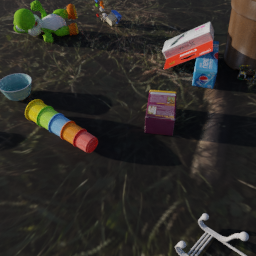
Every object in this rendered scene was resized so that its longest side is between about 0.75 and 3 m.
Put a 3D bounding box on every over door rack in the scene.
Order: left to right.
[{"bbox_3d":[1.858,2.853,4.938,2.454,0.817,1.813,35,55,30],"label":"over door rack"}]

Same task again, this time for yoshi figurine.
[{"bbox_3d":[-3.639,-4.597,12.097,2.813,1.575,1.581,-6,51,-2],"label":"yoshi figurine"}]

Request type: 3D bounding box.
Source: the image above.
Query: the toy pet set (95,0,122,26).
[{"bbox_3d":[-0.909,-5.516,13.242,1.152,1.234,0.655,45,79,6],"label":"toy pet set"}]

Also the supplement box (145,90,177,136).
[{"bbox_3d":[0.996,-0.484,8.429,0.859,0.678,1.313,7,45,7],"label":"supplement box"}]

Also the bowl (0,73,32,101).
[{"bbox_3d":[-3.710,-1.305,9.358,1.068,0.559,1.068,0,45,0],"label":"bowl"}]

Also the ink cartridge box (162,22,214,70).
[{"bbox_3d":[2.238,-3.127,10.644,1.960,0.427,1.701,-16,34,29],"label":"ink cartridge box"}]

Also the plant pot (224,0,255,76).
[{"bbox_3d":[4.873,-3.604,10.104,2.844,2.816,2.844,0,44,0],"label":"plant pot"}]

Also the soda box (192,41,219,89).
[{"bbox_3d":[2.900,-2.428,10.393,0.760,0.719,2.242,10,46,10],"label":"soda box"}]

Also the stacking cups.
[{"bbox_3d":[-1.925,-0.004,7.992,2.367,0.716,0.716,31,52,25],"label":"stacking cups"}]

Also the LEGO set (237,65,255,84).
[{"bbox_3d":[4.278,-1.953,9.962,0.782,0.453,0.601,27,93,14],"label":"LEGO set"}]
